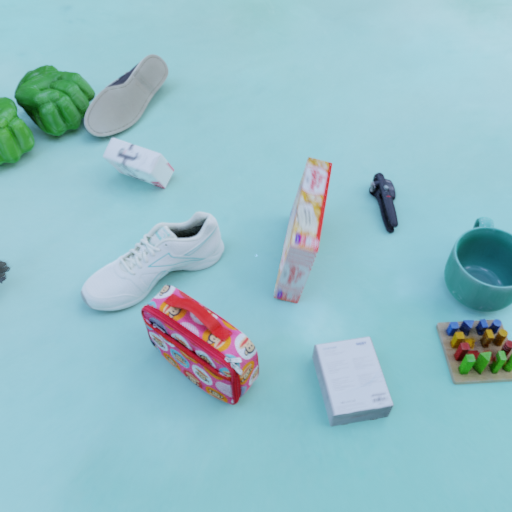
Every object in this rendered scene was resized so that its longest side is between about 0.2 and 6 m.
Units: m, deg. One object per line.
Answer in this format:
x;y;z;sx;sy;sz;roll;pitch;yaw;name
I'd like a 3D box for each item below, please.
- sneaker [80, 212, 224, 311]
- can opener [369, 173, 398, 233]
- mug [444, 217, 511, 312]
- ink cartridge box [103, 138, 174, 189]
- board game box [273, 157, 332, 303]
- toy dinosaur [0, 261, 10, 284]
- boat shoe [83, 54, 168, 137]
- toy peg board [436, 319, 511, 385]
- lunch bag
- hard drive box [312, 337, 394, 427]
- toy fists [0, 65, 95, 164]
-2.003;-0.010;10.669;2.959;1.186;1.041;-29;59;-19;sneaker
2.789;-1.173;12.010;0.598;0.482;1.522;-1;51;-2;can opener
4.359;0.241;10.522;1.418;1.067;1.726;34;59;25;mug
-2.587;-2.041;12.356;1.266;0.922;0.537;22;81;16;ink cartridge box
0.879;-0.487;10.672;0.517;1.691;2.232;14;53;0;board game box
-5.386;0.293;10.173;3.145;1.386;0.746;-46;29;-2;toy dinosaur
-3.341;-3.934;14.150;0.917;1.063;2.925;-8;41;52;boat shoe
3.951;1.549;9.797;1.198;0.586;1.193;-3;52;-2;toy peg board
-0.901;1.384;9.151;2.035;1.792;0.834;31;58;22;lunch bag
1.592;2.090;9.418;1.014;0.500;1.301;-7;53;-6;hard drive box
-5.535;-3.349;13.268;1.825;1.231;3.580;38;59;25;toy fists
